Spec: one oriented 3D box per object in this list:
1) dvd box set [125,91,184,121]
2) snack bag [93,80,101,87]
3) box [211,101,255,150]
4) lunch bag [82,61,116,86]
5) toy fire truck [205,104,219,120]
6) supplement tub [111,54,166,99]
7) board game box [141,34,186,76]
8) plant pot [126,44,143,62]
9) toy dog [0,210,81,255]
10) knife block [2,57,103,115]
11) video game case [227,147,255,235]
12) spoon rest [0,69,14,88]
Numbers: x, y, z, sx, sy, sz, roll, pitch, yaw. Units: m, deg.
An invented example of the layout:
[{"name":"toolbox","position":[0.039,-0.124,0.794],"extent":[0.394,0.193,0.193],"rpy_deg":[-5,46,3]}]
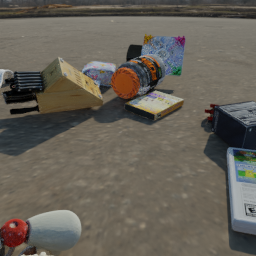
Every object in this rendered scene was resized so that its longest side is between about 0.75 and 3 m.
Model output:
[{"name":"dvd box set","position":[0.992,-0.872,10.341],"extent":[1.370,0.275,1.873],"rpy_deg":[23,34,34]},{"name":"snack bag","position":[-2.251,-1.555,11.550],"extent":[2.194,0.249,2.327],"rpy_deg":[0,31,4]},{"name":"box","position":[3.441,-0.068,8.066],"extent":[1.451,0.894,1.439],"rpy_deg":[-9,28,-17]},{"name":"lunch bag","position":[-1.358,-2.534,13.010],"extent":[1.474,0.937,1.250],"rpy_deg":[9,28,-5]},{"name":"toy fire truck","position":[3.091,-0.496,9.473],"extent":[0.975,0.547,0.819],"rpy_deg":[9,4,16]},{"name":"supplement tub","position":[0.442,-2.110,11.497],"extent":[1.487,1.487,2.427],"rpy_deg":[14,30,26]},{"name":"board game box","position":[1.571,-3.398,12.906],"extent":[1.969,1.969,0.255],"rpy_deg":[7,-14,12]},{"name":"plant pot","position":[0.575,-3.256,14.011],"extent":[1.434,1.431,1.272],"rpy_deg":[10,35,18]},{"name":"toy dog","position":[-2.219,1.973,3.983],"extent":[2.900,1.397,1.912],"rpy_deg":[12,22,-10]},{"name":"knife block","position":[-2.712,-1.093,9.843],"extent":[2.944,2.585,0.942],"rpy_deg":[29,33,-49]},{"name":"video game case","position":[3.687,1.360,5.865],"extent":[2.988,0.329,2.724],"rpy_deg":[6,27,14]},{"name":"spoon rest","position":[-5.747,-1.987,12.081],"extent":[1.256,0.766,2.528],"rpy_deg":[6,26,11]}]
